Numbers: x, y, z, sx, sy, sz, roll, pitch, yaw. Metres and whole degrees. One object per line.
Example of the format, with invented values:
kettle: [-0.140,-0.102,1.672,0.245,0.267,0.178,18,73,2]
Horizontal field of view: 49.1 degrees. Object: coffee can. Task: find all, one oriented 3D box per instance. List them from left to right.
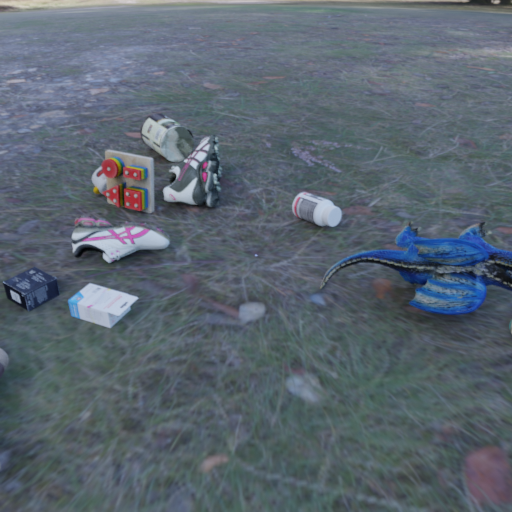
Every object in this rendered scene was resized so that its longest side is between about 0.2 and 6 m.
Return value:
coffee can: [-2.596,-3.441,16.260,1.051,1.051,1.436,-19,37,-28]

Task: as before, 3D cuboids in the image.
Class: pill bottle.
pill bottle: [1.373,-1.016,12.566,0.601,0.601,1.085,-22,32,-32]

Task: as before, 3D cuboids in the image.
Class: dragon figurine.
dragon figurine: [3.173,0.206,9.427,4.206,1.238,2.091,0,14,7]

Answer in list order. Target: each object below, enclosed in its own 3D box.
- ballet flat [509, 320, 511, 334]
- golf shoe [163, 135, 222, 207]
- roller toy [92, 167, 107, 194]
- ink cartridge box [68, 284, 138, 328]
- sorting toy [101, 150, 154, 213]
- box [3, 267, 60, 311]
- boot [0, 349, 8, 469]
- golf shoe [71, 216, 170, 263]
ballet flat: [5.118,1.011,9.111,1.967,0.664,0.613,-7,-10,-12]
golf shoe: [-1.546,-2.245,14.234,1.332,1.167,3.024,-5,30,4]
roller toy: [-3.686,-1.871,13.934,0.743,0.678,0.519,-20,63,-45]
ink cartridge box: [-2.627,0.884,9.727,1.056,0.358,0.608,13,33,21]
sorting toy: [-3.050,-1.695,13.055,1.296,1.304,0.454,14,26,22]
box: [-4.075,0.592,10.174,0.668,0.399,0.679,21,37,31]
boot: [-4.028,1.927,7.531,2.596,0.912,1.898,12,29,13]
golf shoe: [-2.751,-0.251,11.426,1.961,0.712,0.903,5,75,-1]
